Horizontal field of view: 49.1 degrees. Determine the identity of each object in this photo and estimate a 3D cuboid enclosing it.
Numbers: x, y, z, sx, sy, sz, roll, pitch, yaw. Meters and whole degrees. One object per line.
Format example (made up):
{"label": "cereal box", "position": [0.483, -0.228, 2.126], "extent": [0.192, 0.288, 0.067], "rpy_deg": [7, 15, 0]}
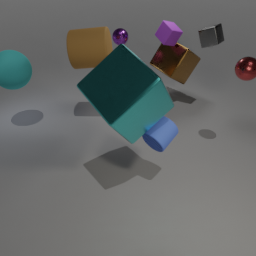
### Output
{"label": "cube", "position": [3.282, -3.624, 11.019], "extent": [0.700, 0.700, 0.700], "rpy_deg": [-1, 24, 41]}
{"label": "ball", "position": [-0.327, -3.890, 11.949], "extent": [0.700, 0.700, 0.700], "rpy_deg": [0, 30, 0]}
{"label": "ball", "position": [-4.177, -2.079, 10.046], "extent": [1.400, 1.400, 1.400], "rpy_deg": [0, 30, 0]}
{"label": "cylinder", "position": [0.853, 0.155, 7.397], "extent": [0.700, 0.700, 0.700], "rpy_deg": [26, 65, 38]}
{"label": "cube", "position": [2.136, -3.032, 12.694], "extent": [1.400, 1.400, 1.400], "rpy_deg": [42, 19, 32]}
{"label": "cube", "position": [1.686, -3.908, 11.584], "extent": [0.700, 0.700, 0.700], "rpy_deg": [-9, 55, -41]}
{"label": "cube", "position": [-0.019, -0.738, 6.438], "extent": [1.400, 1.400, 1.400], "rpy_deg": [-43, 62, 2]}
{"label": "cylinder", "position": [-1.358, -2.910, 10.226], "extent": [1.400, 1.400, 1.400], "rpy_deg": [-3, 29, 7]}
{"label": "ball", "position": [3.516, -1.742, 8.247], "extent": [0.700, 0.700, 0.700], "rpy_deg": [0, 30, 0]}
